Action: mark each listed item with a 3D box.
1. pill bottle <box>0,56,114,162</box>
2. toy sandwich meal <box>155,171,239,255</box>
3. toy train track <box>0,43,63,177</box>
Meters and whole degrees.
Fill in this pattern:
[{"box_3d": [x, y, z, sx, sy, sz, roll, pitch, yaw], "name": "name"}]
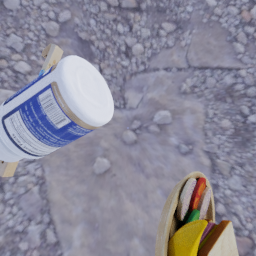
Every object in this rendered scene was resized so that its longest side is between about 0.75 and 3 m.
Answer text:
[{"box_3d": [-1.165, -0.157, 3.949, 1.781, 0.988, 0.988, -26, 73, 26], "name": "pill bottle"}, {"box_3d": [1.110, 1.680, 4.015, 0.727, 2.123, 2.123, 1, 70, 35], "name": "toy sandwich meal"}, {"box_3d": [-1.926, -0.367, 5.267, 0.421, 1.484, 2.588, 22, 88, 16], "name": "toy train track"}]
